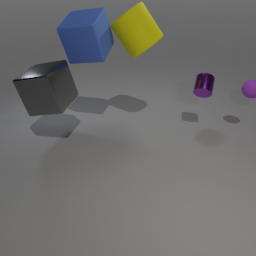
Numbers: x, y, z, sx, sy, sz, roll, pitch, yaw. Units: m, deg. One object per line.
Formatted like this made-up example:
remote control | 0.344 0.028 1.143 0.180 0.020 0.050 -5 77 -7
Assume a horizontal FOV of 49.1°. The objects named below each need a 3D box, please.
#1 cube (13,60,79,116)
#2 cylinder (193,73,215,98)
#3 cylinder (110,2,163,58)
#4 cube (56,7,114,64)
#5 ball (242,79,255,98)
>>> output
cube | -2.794 -1.385 9.740 1.400 1.400 1.400 -4 32 20
cylinder | 2.858 -1.594 10.522 0.700 0.700 0.700 10 70 17
cylinder | 0.321 -3.500 10.085 1.400 1.400 1.400 -34 16 11
cube | -1.466 -3.299 10.057 1.400 1.400 1.400 1 45 18
ball | 4.590 -1.446 10.380 0.700 0.700 0.700 0 29 0
